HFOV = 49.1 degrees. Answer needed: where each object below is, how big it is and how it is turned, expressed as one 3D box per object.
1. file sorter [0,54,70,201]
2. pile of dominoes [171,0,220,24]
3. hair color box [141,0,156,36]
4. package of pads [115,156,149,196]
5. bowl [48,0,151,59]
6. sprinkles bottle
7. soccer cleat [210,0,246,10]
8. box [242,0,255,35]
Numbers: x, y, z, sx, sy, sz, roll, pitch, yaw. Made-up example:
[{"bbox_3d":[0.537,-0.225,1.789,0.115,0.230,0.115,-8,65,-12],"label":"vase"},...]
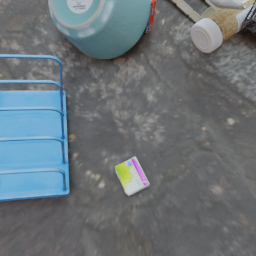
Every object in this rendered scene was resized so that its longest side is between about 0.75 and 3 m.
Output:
[{"bbox_3d":[-2.479,-0.008,6.533,2.062,1.823,2.971,-2,65,-12],"label":"file sorter"},{"bbox_3d":[2.115,-4.604,9.345,1.854,0.379,2.379,-42,84,-14],"label":"pile of dominoes"},{"bbox_3d":[-0.230,-4.154,8.544,0.813,1.348,2.656,-29,75,-10],"label":"hair color box"},{"bbox_3d":[0.088,1.250,7.244,0.652,0.288,0.843,-25,73,-8],"label":"package of pads"},{"bbox_3d":[-0.979,-3.369,7.470,2.862,1.497,2.862,4,98,25],"label":"bowl"},{"bbox_3d":[3.231,-3.391,8.490,2.802,0.956,0.956,-36,75,-12],"label":"sprinkles bottle"},{"bbox_3d":[2.743,-3.849,5.846,1.102,0.984,2.841,39,109,31],"label":"soccer cleat"},{"bbox_3d":[4.587,-3.132,8.121,2.129,0.471,1.706,31,83,-13],"label":"box"}]
